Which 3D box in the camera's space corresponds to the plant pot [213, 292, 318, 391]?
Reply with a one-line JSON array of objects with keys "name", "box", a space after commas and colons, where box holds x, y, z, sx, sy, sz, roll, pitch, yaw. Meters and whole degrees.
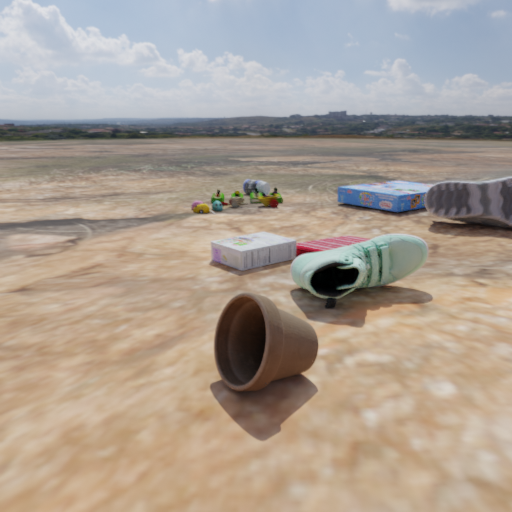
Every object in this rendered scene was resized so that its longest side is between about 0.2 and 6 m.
[{"name": "plant pot", "box": [0.138, 0.797, 5.115, 0.749, 0.859, 0.859, 11, 6, -36]}]

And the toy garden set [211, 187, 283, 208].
[{"name": "toy garden set", "box": [-0.245, -1.584, 14.813, 1.905, 0.380, 1.588, 0, 15, -2]}]

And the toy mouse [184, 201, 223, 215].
[{"name": "toy mouse", "box": [-1.204, -1.239, 13.824, 1.124, 0.217, 0.999, 8, 17, 28]}]

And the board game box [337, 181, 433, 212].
[{"name": "board game box", "box": [3.711, -1.602, 14.701, 2.554, 0.467, 1.932, -12, 19, -38]}]

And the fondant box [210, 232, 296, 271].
[{"name": "fondant box", "box": [-0.041, -0.097, 9.226, 1.171, 0.341, 0.845, -11, 18, -38]}]

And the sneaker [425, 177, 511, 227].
[{"name": "sneaker", "box": [5.041, -1.152, 11.849, 2.827, 1.057, 1.159, 9, 4, 15]}]

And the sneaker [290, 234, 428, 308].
[{"name": "sneaker", "box": [1.479, 0.200, 7.318, 1.928, 0.710, 1.137, -11, 10, -4]}]

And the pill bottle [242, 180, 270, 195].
[{"name": "pill bottle", "box": [0.011, -1.974, 16.228, 0.753, 0.428, 0.428, 11, 19, 37]}]

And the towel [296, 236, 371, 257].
[{"name": "towel", "box": [1.430, -0.131, 9.679, 1.654, 0.186, 1.196, -9, 15, -38]}]
